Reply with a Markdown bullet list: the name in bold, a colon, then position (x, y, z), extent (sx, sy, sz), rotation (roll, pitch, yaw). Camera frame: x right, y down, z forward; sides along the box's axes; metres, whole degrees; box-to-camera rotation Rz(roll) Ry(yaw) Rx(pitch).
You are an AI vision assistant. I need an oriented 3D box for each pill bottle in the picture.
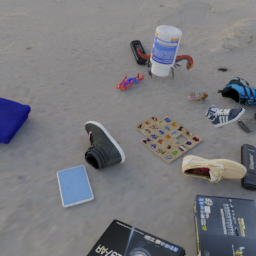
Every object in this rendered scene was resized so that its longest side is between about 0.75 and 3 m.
- **pill bottle**: position (1.558, -3.253, 11.986), extent (1.088, 1.942, 1.088), rotation (7, 39, -5)

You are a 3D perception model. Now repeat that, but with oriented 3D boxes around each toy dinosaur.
- **toy dinosaur**: position (2.084, -3.395, 14.503), extent (2.315, 2.551, 1.339), rotation (-21, 52, 24)

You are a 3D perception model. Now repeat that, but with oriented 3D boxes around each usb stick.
- **usb stick**: position (4.352, 1.363, 10.043), extent (0.581, 0.342, 2.097), rotation (11, 42, 13)
- **usb stick**: position (0.663, -4.587, 16.889), extent (0.750, 0.441, 2.706), rotation (-11, 42, -3)

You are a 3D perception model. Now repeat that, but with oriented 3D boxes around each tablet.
- **tablet**: position (-1.824, 1.945, 9.551), extent (1.007, 0.106, 1.548), rotation (-13, 41, -14)

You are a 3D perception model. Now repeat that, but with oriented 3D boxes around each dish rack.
- **dish rack**: position (5.258, -0.199, 11.897), extent (1.105, 0.301, 0.848), rotation (-10, 41, -11)

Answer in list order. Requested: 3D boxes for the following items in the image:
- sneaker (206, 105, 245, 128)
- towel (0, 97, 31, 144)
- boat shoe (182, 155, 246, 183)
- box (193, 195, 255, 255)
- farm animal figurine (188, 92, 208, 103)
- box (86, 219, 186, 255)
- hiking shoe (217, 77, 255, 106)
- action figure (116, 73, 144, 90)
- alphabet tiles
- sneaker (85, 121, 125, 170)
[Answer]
- **sneaker**: position (2.556, -0.404, 7.532), extent (0.591, 1.090, 0.382), rotation (44, 59, -7)
- **towel**: position (-5.862, -0.426, 11.739), extent (2.974, 0.737, 2.196), rotation (13, 48, 5)
- **boat shoe**: position (2.903, 1.510, 9.610), extent (2.129, 0.785, 0.737), rotation (6, 43, 21)
- **box**: position (2.855, 3.037, 7.903), extent (1.815, 0.587, 2.302), rotation (5, 41, 4)
- **farm animal figurine**: position (3.294, -1.425, 13.269), extent (0.875, 0.440, 0.706), rotation (-4, 22, 1)
- **box**: position (0.079, 3.478, 7.090), extent (2.248, 0.489, 1.801), rotation (12, 39, 34)
- **hiking shoe**: position (5.653, -1.341, 12.831), extent (1.233, 1.058, 2.845), rotation (-38, 44, -22)
- **action figure**: position (0.036, -2.386, 14.367), extent (1.755, 0.453, 0.574), rotation (-34, 54, -30)
- **alphabet tiles**: position (1.492, 0.303, 11.478), extent (1.998, 0.090, 2.390), rotation (-29, 48, -29)
- **sneaker**: position (-1.264, 0.614, 10.507), extent (1.187, 0.846, 2.394), rotation (-23, 50, -31)
